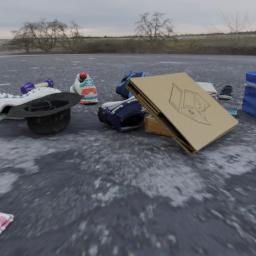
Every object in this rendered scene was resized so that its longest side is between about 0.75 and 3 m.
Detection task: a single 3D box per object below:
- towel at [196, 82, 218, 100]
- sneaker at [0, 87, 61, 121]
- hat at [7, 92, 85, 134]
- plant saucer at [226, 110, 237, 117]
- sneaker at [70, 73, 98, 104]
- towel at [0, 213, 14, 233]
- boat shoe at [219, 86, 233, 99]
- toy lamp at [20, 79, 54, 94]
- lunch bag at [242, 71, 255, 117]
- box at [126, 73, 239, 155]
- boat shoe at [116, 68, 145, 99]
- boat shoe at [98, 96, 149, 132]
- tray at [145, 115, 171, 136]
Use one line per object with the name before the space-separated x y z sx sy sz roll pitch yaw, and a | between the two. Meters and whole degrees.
towel | 3.019 -1.719 12.948 1.957 0.509 2.953 5 18 11
sneaker | -3.369 -0.741 9.479 2.531 0.951 1.026 -14 33 -26
hat | -2.221 -0.345 8.068 2.237 0.902 2.237 -9 20 3
plant saucer | 3.018 -0.565 9.927 1.561 0.148 0.546 6 19 21
sneaker | -1.915 -1.818 12.078 0.893 1.186 2.538 -8 20 -21
towel | -2.322 1.436 3.630 1.009 0.206 1.379 5 19 14
boat shoe | 4.446 -1.614 12.640 0.564 0.471 1.513 10 22 24
toy lamp | -4.425 -2.017 13.640 0.628 0.628 2.156 5 19 15
lunch bag | 5.088 -1.239 9.470 1.727 1.682 2.542 -3 19 -9
box | 1.556 -0.564 7.353 2.294 0.299 2.807 48 36 19
boat shoe | 0.158 -2.123 12.889 1.021 1.252 2.975 14 17 7
boat shoe | 0.334 -0.472 8.719 2.394 0.894 1.110 -21 35 -34
tray | 1.716 -0.325 8.647 1.301 0.488 2.637 11 22 29
